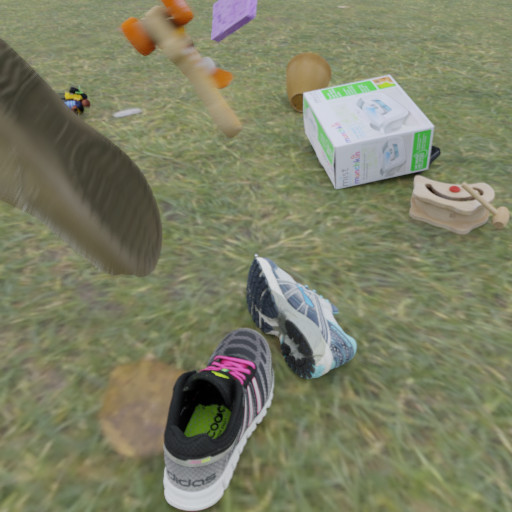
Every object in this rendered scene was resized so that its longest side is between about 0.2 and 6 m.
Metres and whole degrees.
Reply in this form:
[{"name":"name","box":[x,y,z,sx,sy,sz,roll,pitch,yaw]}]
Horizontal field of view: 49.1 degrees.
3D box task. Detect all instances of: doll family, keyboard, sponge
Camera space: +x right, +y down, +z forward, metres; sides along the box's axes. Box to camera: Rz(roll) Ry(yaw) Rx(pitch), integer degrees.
[{"name":"doll family","box":[-5.060,-4.213,15.411,0.970,0.659,1.679,-5,42,-14]},{"name":"keyboard","box":[3.004,-2.483,13.252,1.387,0.296,2.309,-37,49,-26]},{"name":"sponge","box":[-0.372,-4.039,9.237,0.174,0.649,1.163,7,-5,-34]}]

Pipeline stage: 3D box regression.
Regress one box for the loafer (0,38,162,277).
[{"name":"loafer","box":[-2.371,-0.991,6.468,1.125,3.335,1.268,-19,32,31]}]

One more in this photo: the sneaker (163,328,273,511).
[{"name":"sneaker","box":[-0.406,1.686,6.905,0.975,1.156,2.643,11,38,15]}]

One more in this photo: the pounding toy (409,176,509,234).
[{"name":"pounding toy","box":[3.979,-1.205,10.841,1.981,1.136,1.133,23,46,27]}]

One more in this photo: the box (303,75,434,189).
[{"name":"box","box":[2.422,-2.823,12.667,2.182,1.195,2.472,-12,44,-4]}]

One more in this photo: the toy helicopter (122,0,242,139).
[{"name":"toy helicopter","box":[-0.716,-2.201,6.822,0.743,1.246,1.885,-34,79,13]}]

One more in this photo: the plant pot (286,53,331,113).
[{"name":"plant pot","box":[1.365,-4.707,15.653,1.304,1.304,1.400,8,53,10]}]

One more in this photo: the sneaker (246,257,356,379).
[{"name":"sneaker","box":[0.624,0.869,8.455,1.004,0.903,2.326,-6,42,-29]}]
